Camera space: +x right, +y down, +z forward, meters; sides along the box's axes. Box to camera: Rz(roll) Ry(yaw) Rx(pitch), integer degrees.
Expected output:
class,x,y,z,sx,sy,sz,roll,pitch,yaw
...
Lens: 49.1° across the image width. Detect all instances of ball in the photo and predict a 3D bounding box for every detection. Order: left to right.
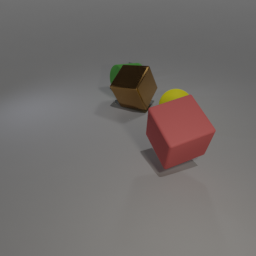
class,x,y,z,sx,sy,sz,roll,pitch,yaw
ball,1.972,-0.915,11.587,1.400,1.400,1.400,0,30,0

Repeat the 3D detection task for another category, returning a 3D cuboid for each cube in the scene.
class,x,y,z,sx,sy,sz,roll,pitch,yaw
cube,0.288,-1.834,12.569,1.400,1.400,1.400,10,59,31
cube,1.463,0.123,8.242,1.400,1.400,1.400,-19,59,-12

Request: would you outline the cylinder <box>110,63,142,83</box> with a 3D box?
class,x,y,z,sx,sy,sz,roll,pitch,yaw
cylinder,-0.008,-2.607,14.469,1.400,1.400,1.400,-13,32,-31
